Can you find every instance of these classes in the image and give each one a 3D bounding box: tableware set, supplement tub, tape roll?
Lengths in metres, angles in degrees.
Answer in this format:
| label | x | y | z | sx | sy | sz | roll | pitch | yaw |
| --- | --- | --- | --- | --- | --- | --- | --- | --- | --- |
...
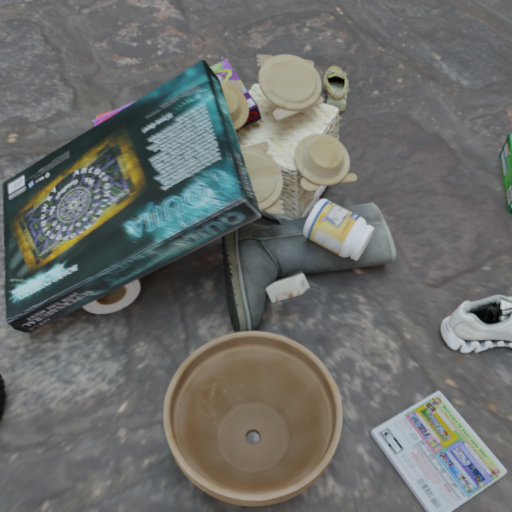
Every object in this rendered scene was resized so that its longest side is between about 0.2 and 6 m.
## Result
| label | x | y | z | sx | sy | sz | roll | pitch | yaw |
| --- | --- | --- | --- | --- | --- | --- | --- | --- | --- |
| tableware set | 0.247 | -2.233 | 10.074 | 2.672 | 0.371 | 3.199 | -15 | 74 | -15 |
| supplement tub | 1.432 | -0.444 | 9.732 | 1.051 | 0.760 | 0.760 | 29 | 56 | 14 |
| tape roll | -2.654 | 0.416 | 9.876 | 1.063 | 1.063 | 0.730 | -20 | 54 | -15 |

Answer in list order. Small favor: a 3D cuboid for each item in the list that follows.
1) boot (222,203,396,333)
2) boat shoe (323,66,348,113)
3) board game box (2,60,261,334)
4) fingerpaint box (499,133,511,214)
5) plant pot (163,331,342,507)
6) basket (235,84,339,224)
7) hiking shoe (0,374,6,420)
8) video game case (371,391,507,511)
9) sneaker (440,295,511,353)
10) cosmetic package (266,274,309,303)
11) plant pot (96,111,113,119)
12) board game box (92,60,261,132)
| label | x | y | z | sx | sy | sz | roll | pitch | yaw |
| --- | --- | --- | --- | --- | --- | --- | --- | --- | --- |
| boot | 0.983 | 0.164 | 10.204 | 3.111 | 1.129 | 2.829 | 0 | 51 | -8 |
| boat shoe | 2.019 | -4.316 | 14.108 | 0.643 | 0.555 | 1.763 | 6 | 51 | 5 |
| board game box | -2.325 | -0.958 | 9.295 | 4.520 | 0.636 | 3.057 | -26 | 58 | 16 |
| fingerpaint box | 6.152 | -1.702 | 11.864 | 1.579 | 0.694 | 1.893 | 8 | 51 | 7 |
| plant pot | -0.047 | 2.430 | 8.162 | 2.482 | 1.146 | 2.482 | 0 | 51 | 0 |
| basket | 0.431 | -2.067 | 11.416 | 2.097 | 1.686 | 2.078 | 24 | 61 | 18 |
| hiking shoe | -4.609 | 2.594 | 8.230 | 1.095 | 0.824 | 2.175 | 14 | 53 | 7 |
| video game case | 2.705 | 2.939 | 8.380 | 1.358 | 0.165 | 1.492 | -24 | 54 | -18 |
| sneaker | 4.360 | 1.077 | 9.430 | 2.328 | 0.944 | 0.875 | -5 | 49 | -6 |
| cosmetic package | 0.526 | 0.545 | 9.394 | 0.634 | 0.277 | 0.328 | -19 | 9 | 38 |
| plant pot | -2.646 | -2.665 | 12.115 | 1.123 | 1.270 | 1.270 | -24 | 52 | 3 |
| board game box | -1.583 | -2.644 | 10.887 | 2.991 | 0.483 | 1.795 | -25 | 56 | -2 |
